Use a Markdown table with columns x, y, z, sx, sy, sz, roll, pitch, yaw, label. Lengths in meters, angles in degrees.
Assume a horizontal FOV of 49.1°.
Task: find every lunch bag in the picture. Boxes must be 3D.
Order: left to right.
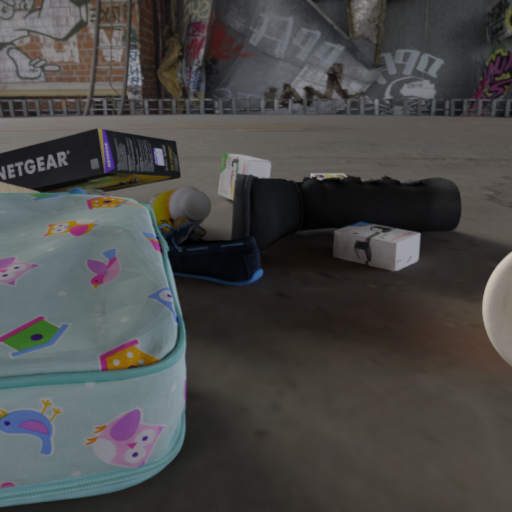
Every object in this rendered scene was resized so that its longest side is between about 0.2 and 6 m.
| x | y | z | sx | sy | sz | roll | pitch | yaw | label |
| --- | --- | --- | --- | --- | --- | --- | --- | --- | --- |
| -1.815 | 0.456 | 4.245 | 2.368 | 1.138 | 2.953 | -5 | 27 | -15 | lunch bag |

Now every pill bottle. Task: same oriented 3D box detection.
| x | y | z | sx | sy | sz | roll | pitch | yaw | label |
| --- | --- | --- | --- | --- | --- | --- | --- | --- | --- |
| -1.241 | -0.762 | 9.117 | 0.668 | 0.668 | 1.223 | -12 | 6 | -34 | pill bottle |

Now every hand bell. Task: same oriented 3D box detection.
| x | y | z | sx | sy | sz | roll | pitch | yaw | label |
| --- | --- | --- | --- | --- | --- | --- | --- | --- | --- |
| -1.397 | -0.181 | 8.264 | 0.503 | 0.503 | 0.966 | 15 | 34 | 40 | hand bell |

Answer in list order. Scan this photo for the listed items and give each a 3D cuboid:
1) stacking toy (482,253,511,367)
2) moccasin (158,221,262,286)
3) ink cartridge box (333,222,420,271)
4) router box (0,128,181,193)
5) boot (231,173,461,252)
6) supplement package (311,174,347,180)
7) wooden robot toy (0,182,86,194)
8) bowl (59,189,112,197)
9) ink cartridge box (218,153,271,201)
| x | y | z | sx | sy | sz | roll | pitch | yaw | label |
| --- | --- | --- | --- | --- | --- | --- | --- | --- | --- |
| 2.763 | 0.481 | 5.303 | 1.249 | 1.249 | 1.709 | 6 | 0 | 18 | stacking toy |
| -0.801 | -0.122 | 7.430 | 1.985 | 0.677 | 0.799 | 7 | 19 | 21 | moccasin |
| 1.712 | -0.152 | 7.971 | 1.002 | 0.419 | 0.727 | 15 | 23 | 40 | ink cartridge box |
| -3.296 | -1.629 | 10.534 | 2.969 | 0.776 | 2.335 | -7 | 3 | 25 | router box |
| 1.420 | -0.653 | 8.682 | 3.489 | 1.145 | 2.876 | 5 | 19 | 2 | boot |
| 1.448 | -1.187 | 10.890 | 0.711 | 0.685 | 1.250 | 0 | 17 | -1 | supplement package |
| -2.627 | 0.115 | 6.205 | 1.487 | 1.532 | 3.375 | -33 | -14 | 16 | wooden robot toy |
| -3.146 | -0.833 | 10.031 | 1.456 | 0.543 | 1.454 | -11 | 20 | -28 | bowl |
| -0.272 | -1.624 | 11.804 | 0.541 | 0.933 | 1.289 | 1 | 15 | -29 | ink cartridge box |
